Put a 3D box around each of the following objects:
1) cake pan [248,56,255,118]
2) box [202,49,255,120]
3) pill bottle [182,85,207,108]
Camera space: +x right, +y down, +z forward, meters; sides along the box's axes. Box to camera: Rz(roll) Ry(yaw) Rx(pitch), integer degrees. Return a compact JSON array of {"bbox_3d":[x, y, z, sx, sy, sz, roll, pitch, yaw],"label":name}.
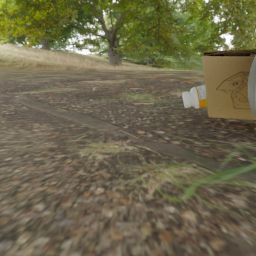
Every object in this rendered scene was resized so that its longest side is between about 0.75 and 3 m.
[{"bbox_3d":[3.565,-0.957,5.579,2.800,2.800,0.513,-4,18,-16],"label":"cake pan"},{"bbox_3d":[3.113,-1.043,7.443,2.080,2.545,0.271,4,59,22],"label":"box"},{"bbox_3d":[2.581,-1.087,9.629,1.337,0.743,0.743,-11,12,9],"label":"pill bottle"}]
